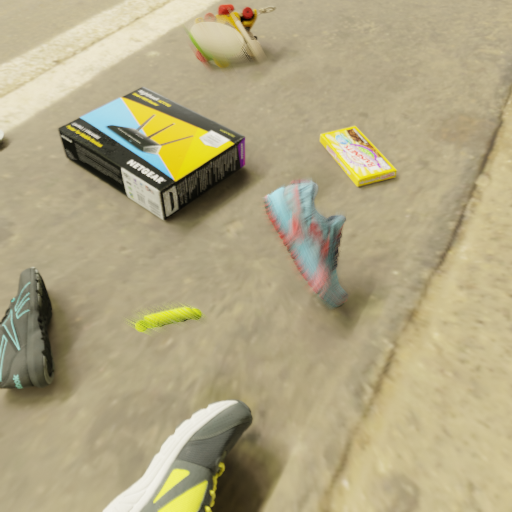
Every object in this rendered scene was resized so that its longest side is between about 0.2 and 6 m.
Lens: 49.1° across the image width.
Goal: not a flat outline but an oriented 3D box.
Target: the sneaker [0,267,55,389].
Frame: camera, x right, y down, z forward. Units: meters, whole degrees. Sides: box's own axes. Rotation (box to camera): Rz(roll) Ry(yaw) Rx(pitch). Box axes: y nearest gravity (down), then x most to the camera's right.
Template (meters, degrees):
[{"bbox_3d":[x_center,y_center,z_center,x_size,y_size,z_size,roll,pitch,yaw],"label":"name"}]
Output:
[{"bbox_3d":[-3.786,1.093,8.943,0.922,0.877,2.326,-12,46,-9],"label":"sneaker"}]

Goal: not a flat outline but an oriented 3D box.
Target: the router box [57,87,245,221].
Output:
[{"bbox_3d":[-2.294,-2.403,12.388,3.378,0.862,2.519,31,53,27],"label":"router box"}]

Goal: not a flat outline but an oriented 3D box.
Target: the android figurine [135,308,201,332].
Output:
[{"bbox_3d":[-1.231,0.874,7.796,0.906,0.995,0.204,-12,87,-17],"label":"android figurine"}]

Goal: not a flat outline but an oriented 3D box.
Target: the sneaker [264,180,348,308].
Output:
[{"bbox_3d":[1.100,-0.199,9.256,1.100,2.303,0.913,-31,18,0],"label":"sneaker"}]

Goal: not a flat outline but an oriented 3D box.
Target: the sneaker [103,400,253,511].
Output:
[{"bbox_3d":[-0.899,3.107,6.960,1.226,1.079,2.897,35,63,22],"label":"sneaker"}]

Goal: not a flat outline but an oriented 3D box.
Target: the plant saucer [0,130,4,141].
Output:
[{"bbox_3d":[-6.340,-2.717,13.177,0.808,0.203,0.808,0,45,0],"label":"plant saucer"}]

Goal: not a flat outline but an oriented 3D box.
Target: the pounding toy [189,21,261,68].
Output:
[{"bbox_3d":[-0.686,-4.021,10.896,1.338,0.621,1.032,-18,57,-31],"label":"pounding toy"}]

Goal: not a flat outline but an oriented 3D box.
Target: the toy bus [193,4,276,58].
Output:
[{"bbox_3d":[-0.735,-6.317,16.062,2.233,1.154,2.107,-4,11,36],"label":"toy bus"}]

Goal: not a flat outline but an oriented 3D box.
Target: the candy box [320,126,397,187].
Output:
[{"bbox_3d":[2.281,-2.289,12.723,0.969,0.250,1.896,-17,48,-13],"label":"candy box"}]
